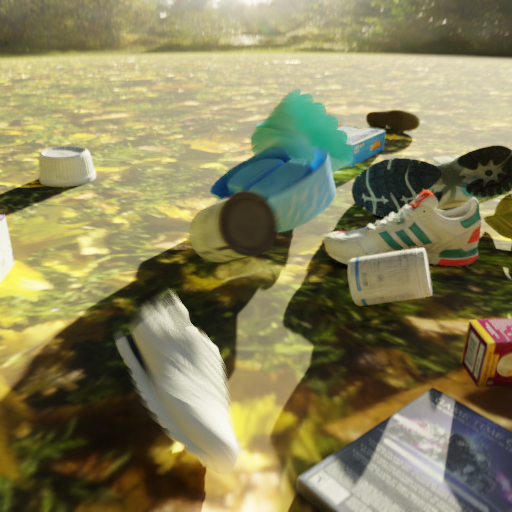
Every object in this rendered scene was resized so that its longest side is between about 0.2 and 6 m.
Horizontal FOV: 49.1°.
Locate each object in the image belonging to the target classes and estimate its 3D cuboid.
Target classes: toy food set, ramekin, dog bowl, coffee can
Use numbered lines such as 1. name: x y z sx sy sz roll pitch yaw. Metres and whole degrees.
1. toy food set: 5.160 -0.437 10.083 1.500 0.833 2.549 -23 19 11
2. ramekin: -4.745 -2.255 13.947 1.371 0.720 1.371 0 24 0
3. dog bowl: 0.326 -1.281 10.758 1.773 0.788 3.181 -37 23 -14
4. coffee can: -0.394 -0.429 8.949 0.983 0.983 1.343 -13 1 -26

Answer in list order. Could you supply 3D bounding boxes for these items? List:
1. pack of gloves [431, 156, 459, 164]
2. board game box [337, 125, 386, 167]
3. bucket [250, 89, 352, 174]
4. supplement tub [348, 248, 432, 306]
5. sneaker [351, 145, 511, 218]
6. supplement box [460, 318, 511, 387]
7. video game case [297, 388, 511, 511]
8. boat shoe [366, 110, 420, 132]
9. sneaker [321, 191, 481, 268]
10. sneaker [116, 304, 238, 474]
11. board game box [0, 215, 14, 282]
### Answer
1. pack of gloves: 4.336 -2.084 14.193 1.822 0.428 2.169 -3 19 16
2. board game box: 2.330 -3.291 16.318 2.137 0.610 2.183 16 29 32
3. bucket: 0.976 -2.504 12.525 1.378 2.118 2.118 -36 4 33
4. supplement tub: 1.919 0.311 8.061 1.087 0.717 0.717 -9 21 19
5. sneaker: 3.718 -1.360 11.809 3.334 1.294 1.439 -4 -8 14
6. supplement box: 3.052 1.140 6.670 1.002 0.656 0.517 -3 26 -5
7. video game case: 1.652 2.063 5.219 2.106 0.200 1.504 -18 30 -36
8. boat shoe: 4.798 -4.709 19.303 0.666 0.739 2.049 -23 28 -39
9. sneaker: 2.481 -0.516 9.506 2.717 1.270 0.957 1 25 0
10. sneaker: -0.706 1.270 5.780 0.865 0.821 2.149 -36 44 -10
11. board game box: -5.003 -0.066 8.952 1.793 0.924 0.940 -2 25 -4
